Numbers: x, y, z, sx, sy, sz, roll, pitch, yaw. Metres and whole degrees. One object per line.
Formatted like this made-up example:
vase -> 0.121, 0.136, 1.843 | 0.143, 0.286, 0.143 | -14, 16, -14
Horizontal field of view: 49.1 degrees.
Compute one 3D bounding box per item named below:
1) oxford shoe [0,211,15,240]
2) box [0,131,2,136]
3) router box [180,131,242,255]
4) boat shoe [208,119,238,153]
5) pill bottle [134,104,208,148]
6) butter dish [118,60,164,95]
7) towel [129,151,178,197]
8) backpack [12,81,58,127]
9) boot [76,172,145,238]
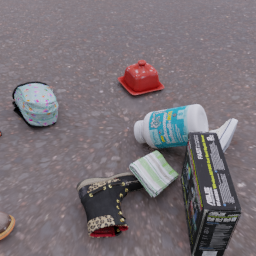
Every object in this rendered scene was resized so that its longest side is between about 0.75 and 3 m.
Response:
oxford shoe -> -4.415, 2.350, 7.105 | 2.917, 1.063, 1.040 | 0, 38, 0
box -> -6.239, 0.080, 10.459 | 2.489, 0.469, 1.700 | 24, 44, 28
router box -> 1.998, 1.636, 7.279 | 0.815, 1.965, 2.622 | 1, 39, 2
boat shoe -> 2.947, 0.451, 9.679 | 0.953, 0.968, 2.729 | 26, 52, 25
pill bottle -> 1.408, 0.007, 9.524 | 2.357, 1.306, 1.306 | -9, 31, 32
butter dish -> 0.621, -2.518, 13.037 | 1.780, 1.320, 1.785 | -15, 41, -22
towel -> 0.829, 1.294, 8.413 | 1.152, 0.237, 1.544 | 51, 37, 13
backpack -> -3.617, -0.971, 11.121 | 1.749, 1.326, 2.095 | -16, 45, -24
boot -> -0.277, 2.070, 7.721 | 2.110, 0.772, 1.589 | -2, 43, -18
